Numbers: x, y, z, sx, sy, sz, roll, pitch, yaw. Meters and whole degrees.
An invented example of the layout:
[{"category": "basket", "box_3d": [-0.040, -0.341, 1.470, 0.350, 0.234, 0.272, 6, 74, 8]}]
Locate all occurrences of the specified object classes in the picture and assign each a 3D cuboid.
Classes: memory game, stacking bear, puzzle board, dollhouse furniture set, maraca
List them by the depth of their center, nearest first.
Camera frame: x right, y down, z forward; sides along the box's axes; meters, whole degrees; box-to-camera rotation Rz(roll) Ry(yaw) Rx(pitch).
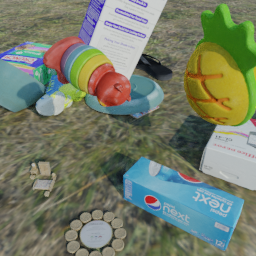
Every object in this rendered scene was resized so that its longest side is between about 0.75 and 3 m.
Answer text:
[{"category": "stacking bear", "box_3d": [-0.509, -0.780, 4.209, 1.296, 0.787, 0.737, 38, 82, 25]}, {"category": "maraca", "box_3d": [1.796, -1.025, 5.288, 1.369, 2.559, 1.755, -30, 57, -12]}, {"category": "memory game", "box_3d": [-0.639, 2.128, 5.577, 1.220, 0.078, 1.220, -1, 34, 0]}, {"category": "dollhouse furniture set", "box_3d": [-2.124, 1.199, 6.680, 0.670, 0.384, 0.786, 2, 34, 4]}, {"category": "puzzle board", "box_3d": [0.189, -0.836, 9.928, 1.115, 0.129, 1.479, -28, 43, -35]}]

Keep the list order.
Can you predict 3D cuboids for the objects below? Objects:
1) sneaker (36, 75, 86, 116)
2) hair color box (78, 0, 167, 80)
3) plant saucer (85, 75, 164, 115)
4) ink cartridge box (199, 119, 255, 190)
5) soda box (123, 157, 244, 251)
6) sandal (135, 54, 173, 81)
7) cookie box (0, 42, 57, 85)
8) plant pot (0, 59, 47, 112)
[{"category": "sneaker", "box_3d": [-2.509, -1.177, 9.600, 1.202, 0.866, 2.288, 35, 32, 15]}, {"category": "hair color box", "box_3d": [-0.232, -2.073, 5.857, 1.262, 2.309, 0.748, 7, 35, -35]}, {"category": "plant saucer", "box_3d": [-0.141, -1.381, 10.390, 2.953, 0.405, 2.953, -1, 32, 1]}, {"category": "ink cartridge box", "box_3d": [2.902, 0.500, 7.309, 1.452, 0.842, 1.968, 17, 36, 23]}, {"category": "soda box", "box_3d": [1.074, 1.496, 5.902, 2.369, 0.760, 0.803, 21, 39, 27]}, {"category": "sandal", "box_3d": [1.033, -2.915, 12.583, 1.048, 0.590, 2.757, -21, 39, -28]}, {"category": "cookie box", "box_3d": [-4.108, -2.695, 11.877, 2.274, 0.999, 2.659, 13, 37, 16]}, {"category": "plant pot", "box_3d": [-3.864, -1.282, 9.366, 1.883, 1.883, 1.268, 25, 83, 32]}]
